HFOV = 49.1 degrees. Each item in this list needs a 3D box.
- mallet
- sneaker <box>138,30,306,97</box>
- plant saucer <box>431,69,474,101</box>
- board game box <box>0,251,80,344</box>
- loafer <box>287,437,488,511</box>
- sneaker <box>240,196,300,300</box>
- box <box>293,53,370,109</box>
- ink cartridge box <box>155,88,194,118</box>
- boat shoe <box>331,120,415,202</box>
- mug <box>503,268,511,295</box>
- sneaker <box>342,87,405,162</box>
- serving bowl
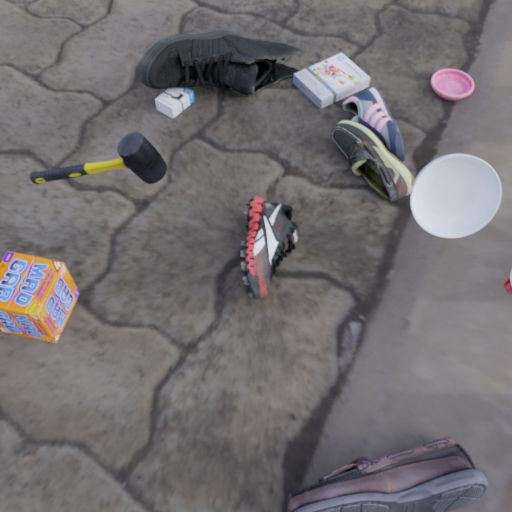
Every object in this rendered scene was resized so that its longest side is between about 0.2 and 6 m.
[{"bbox_3d":[-2.875,-1.587,9.611,2.636,0.868,0.542,-2,60,16],"label":"mallet"},{"bbox_3d":[-0.756,-4.599,13.590,2.010,1.157,3.854,38,50,25],"label":"sneaker"},{"bbox_3d":[4.902,-4.260,14.057,1.057,0.268,1.057,-1,56,1],"label":"plant saucer"},{"bbox_3d":[-4.082,0.763,10.200,1.115,1.115,1.116,11,57,7],"label":"board game box"},{"bbox_3d":[1.902,3.488,8.560,3.118,1.121,0.982,-5,40,-11],"label":"loafer"},{"bbox_3d":[0.289,-0.190,11.005,1.138,0.823,2.329,2,55,4],"label":"sneaker"},{"bbox_3d":[1.898,-4.433,14.149,1.545,0.318,1.204,-27,61,-18],"label":"box"},{"bbox_3d":[-1.994,-3.810,13.715,0.574,0.331,0.791,32,62,19],"label":"ink cartridge box"},{"bbox_3d":[2.413,-2.085,12.271,0.773,0.840,2.351,-32,66,-25],"label":"boat shoe"},{"bbox_3d":[4.043,0.079,7.602,1.278,0.852,1.134,-32,27,-30],"label":"mug"},{"bbox_3d":[2.715,-2.922,12.965,0.932,0.797,2.272,-18,53,3],"label":"sneaker"},{"bbox_3d":[3.299,-1.048,9.403,1.449,1.449,0.477,6,26,4],"label":"serving bowl"}]
